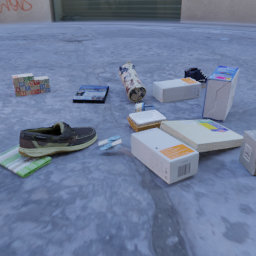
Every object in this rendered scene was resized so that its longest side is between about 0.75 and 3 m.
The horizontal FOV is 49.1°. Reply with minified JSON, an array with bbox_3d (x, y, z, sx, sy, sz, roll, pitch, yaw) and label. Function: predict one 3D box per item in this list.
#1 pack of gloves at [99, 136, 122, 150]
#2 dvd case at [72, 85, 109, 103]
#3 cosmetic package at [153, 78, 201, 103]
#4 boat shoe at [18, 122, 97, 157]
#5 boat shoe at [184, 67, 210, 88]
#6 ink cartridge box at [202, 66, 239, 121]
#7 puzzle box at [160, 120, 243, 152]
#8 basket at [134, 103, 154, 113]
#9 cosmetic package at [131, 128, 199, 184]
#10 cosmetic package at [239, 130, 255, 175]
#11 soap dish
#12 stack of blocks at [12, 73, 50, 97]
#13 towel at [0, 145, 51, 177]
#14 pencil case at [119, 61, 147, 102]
[{"bbox_3d":[-0.623,0.571,9.972,0.855,0.169,0.718,-21,24,2],"label":"pack of gloves"},{"bbox_3d":[-1.934,-1.838,15.058,1.639,0.202,2.297,2,27,2],"label":"dvd case"},{"bbox_3d":[2.561,-2.010,14.724,2.263,0.806,1.148,-11,29,-19],"label":"cosmetic package"},{"bbox_3d":[-2.339,0.268,9.877,2.968,0.962,1.086,-15,30,-42],"label":"boat shoe"},{"bbox_3d":[4.226,-2.951,16.185,2.468,1.145,0.922,-17,32,-29],"label":"boat shoe"},{"bbox_3d":[4.344,-1.710,12.931,1.057,1.889,2.769,15,31,25],"label":"ink cartridge box"},{"bbox_3d":[2.734,0.219,10.153,2.735,0.348,1.819,-3,25,-35],"label":"puzzle box"},{"bbox_3d":[0.726,-0.820,12.625,0.844,0.587,0.745,-2,27,16],"label":"basket"},{"bbox_3d":[1.119,0.808,9.105,1.126,0.791,2.220,-14,27,-27],"label":"cosmetic package"},{"bbox_3d":[4.892,0.687,9.025,2.274,1.215,1.026,-5,26,-7],"label":"cosmetic package"},{"bbox_3d":[0.782,-0.247,11.540,1.393,0.566,1.096,-12,29,-21],"label":"soap dish"},{"bbox_3d":[-5.236,-2.397,15.213,1.821,1.048,0.533,-12,29,-22],"label":"stack of blocks"},{"bbox_3d":[-3.530,1.082,9.384,1.616,0.248,1.205,20,35,30],"label":"towel"},{"bbox_3d":[0.208,-2.426,14.654,0.990,1.138,2.544,-13,43,-6],"label":"pencil case"}]
